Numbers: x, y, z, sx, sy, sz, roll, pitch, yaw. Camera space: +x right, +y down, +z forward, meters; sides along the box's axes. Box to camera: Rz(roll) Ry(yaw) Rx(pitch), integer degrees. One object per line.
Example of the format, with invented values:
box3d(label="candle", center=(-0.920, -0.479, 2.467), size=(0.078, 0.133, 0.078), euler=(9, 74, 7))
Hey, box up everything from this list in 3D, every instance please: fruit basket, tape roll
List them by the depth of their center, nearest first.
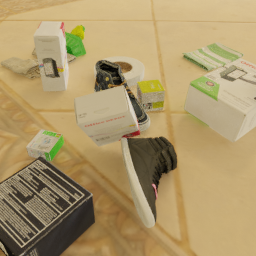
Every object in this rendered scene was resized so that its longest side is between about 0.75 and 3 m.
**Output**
box3d(label="tape roll", center=(-0.344, -2.264, 11.175), size=(2.050, 0.375, 2.050), euler=(1, 39, -1))
box3d(label="fruit basket", center=(-2.397, -3.997, 12.775), size=(1.411, 1.018, 1.411), euler=(-6, 50, 8))

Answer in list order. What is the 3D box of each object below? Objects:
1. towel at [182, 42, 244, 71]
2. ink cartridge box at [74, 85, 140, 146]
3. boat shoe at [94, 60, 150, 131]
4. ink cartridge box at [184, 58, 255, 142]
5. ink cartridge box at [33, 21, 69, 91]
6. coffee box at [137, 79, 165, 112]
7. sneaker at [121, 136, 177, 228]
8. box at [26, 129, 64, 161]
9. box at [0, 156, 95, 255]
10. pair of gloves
box3d(label="towel", center=(3.781, -3.229, 12.457), size=(2.255, 0.264, 1.720), euler=(-21, 44, -24))
box3d(label="ink cartridge box", center=(-0.467, -0.238, 7.157), size=(1.292, 1.750, 0.749), euler=(-15, 67, 4))
box3d(label="boat shoe", center=(-0.307, -1.101, 8.990), size=(1.024, 1.314, 2.894), euler=(-22, 44, -25))
box3d(label="ink cartridge box", center=(3.500, -1.025, 8.963), size=(2.747, 1.154, 1.998), euler=(-28, 51, -30))
box3d(label="ink cartridge box", center=(-2.733, -2.623, 10.252), size=(0.899, 2.099, 1.549), euler=(-3, 40, -4))
box3d(label="coffee box", center=(0.746, -1.096, 9.424), size=(0.781, 0.772, 0.779), euler=(-7, 40, -9))
box3d(label="sneaker", center=(0.646, 1.035, 6.643), size=(1.337, 0.953, 2.696), euler=(-10, 36, -4))
box3d(label="box", center=(-2.287, 0.476, 7.814), size=(0.702, 0.385, 0.796), euler=(13, 41, 13))
box3d(label="box", center=(-1.862, 1.738, 5.708), size=(1.719, 1.059, 1.705), euler=(28, 47, 30))
box3d(label="pair of gloves", center=(-3.839, -2.956, 11.976), size=(2.195, 0.453, 2.581), euler=(29, 48, 31))
